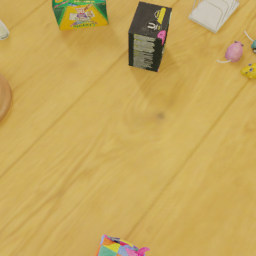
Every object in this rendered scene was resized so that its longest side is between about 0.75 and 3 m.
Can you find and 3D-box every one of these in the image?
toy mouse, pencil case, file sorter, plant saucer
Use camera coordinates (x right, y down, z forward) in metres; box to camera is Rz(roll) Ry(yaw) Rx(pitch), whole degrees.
[{"bbox_3d":[3.847,-2.436,8.790,2.086,0.404,1.853,5,68,2],"label":"toy mouse"},{"bbox_3d":[-0.545,3.629,5.939,1.178,1.178,2.665,22,73,9],"label":"pencil case"},{"bbox_3d":[2.950,-4.173,9.195,1.080,0.969,1.556,36,72,13],"label":"file sorter"},{"bbox_3d":[-4.599,-0.846,8.178,2.289,0.369,2.289,0,68,1],"label":"plant saucer"}]

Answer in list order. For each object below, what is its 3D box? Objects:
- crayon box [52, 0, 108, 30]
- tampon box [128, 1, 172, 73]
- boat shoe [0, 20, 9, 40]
[{"bbox_3d":[-1.503,-3.734,9.005,1.656,0.984,0.482,-8,68,-2],"label":"crayon box"},{"bbox_3d":[0.615,-2.628,8.237,0.990,1.569,1.176,15,69,6],"label":"tampon box"},{"bbox_3d":[-4.677,-3.697,9.168,1.973,0.645,0.726,37,73,13],"label":"boat shoe"}]
